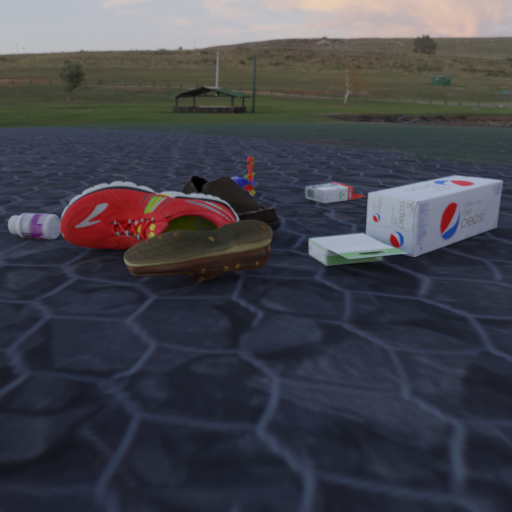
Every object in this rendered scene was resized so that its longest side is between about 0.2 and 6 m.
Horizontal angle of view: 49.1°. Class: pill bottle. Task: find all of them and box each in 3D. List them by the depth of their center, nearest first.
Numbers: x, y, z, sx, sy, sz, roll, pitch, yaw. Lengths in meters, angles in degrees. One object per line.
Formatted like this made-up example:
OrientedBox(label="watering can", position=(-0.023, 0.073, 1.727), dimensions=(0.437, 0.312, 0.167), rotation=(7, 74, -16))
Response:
OrientedBox(label="pill bottle", position=(-4.518, -0.604, 11.399), dimensions=(0.933, 0.524, 0.524), rotation=(4, 17, 13))

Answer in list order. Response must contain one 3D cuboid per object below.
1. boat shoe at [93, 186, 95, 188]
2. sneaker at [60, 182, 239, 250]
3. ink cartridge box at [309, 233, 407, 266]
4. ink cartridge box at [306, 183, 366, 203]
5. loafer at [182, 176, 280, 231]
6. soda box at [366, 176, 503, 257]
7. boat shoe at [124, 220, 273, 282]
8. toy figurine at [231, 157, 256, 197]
OrientedBox(label="boat shoe", position=(-2.791, -1.233, 12.881), dimensions=(2.049, 0.680, 0.758), rotation=(2, 14, -33))
OrientedBox(label="sneaker", position=(-1.940, -0.598, 10.213), dimensions=(3.315, 1.277, 1.408), rotation=(-2, 22, -6))
OrientedBox(label="ink cartridge box", position=(1.727, -0.040, 9.756), dimensions=(1.133, 0.373, 1.557), rotation=(-5, 18, -17))
OrientedBox(label="ink cartridge box", position=(2.218, -1.778, 15.503), dimensions=(1.527, 0.385, 0.832), rotation=(-11, 20, -30))
OrientedBox(label="loafer", position=(-0.736, -1.146, 12.080), dimensions=(1.140, 1.114, 3.124), rotation=(-13, 21, -41))
OrientedBox(label="soda box", position=(3.706, -0.913, 11.448), dimensions=(3.379, 1.076, 1.151), rotation=(-14, 22, -41))
OrientedBox(label="boat shoe", position=(-0.854, 0.055, 8.776), dimensions=(2.334, 0.788, 0.840), rotation=(-10, 32, -15))
OrientedBox(label="toy figurine", position=(-0.652, -2.298, 16.286), dimensions=(1.197, 1.054, 1.998), rotation=(-4, 16, 4))
